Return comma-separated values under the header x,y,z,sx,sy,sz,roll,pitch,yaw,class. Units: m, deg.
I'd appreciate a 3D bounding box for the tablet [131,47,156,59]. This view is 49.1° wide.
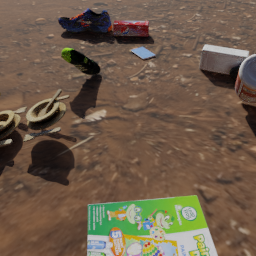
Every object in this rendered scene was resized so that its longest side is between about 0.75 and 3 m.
x,y,z,sx,sy,sz,roll,pitch,yaw,class
0.674,-3.385,12.652,0.696,0.073,1.070,-21,44,-23,tablet

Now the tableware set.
x,y,z,sx,sy,sz,roll,pitch,yaw,class
-3.098,-0.320,8.081,2.661,0.533,1.759,-14,39,10,tableware set

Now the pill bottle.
x,y,z,sx,sy,sz,roll,pitch,yaw,class
3.966,-1.418,8.755,1.111,1.981,1.111,-3,78,15,pill bottle

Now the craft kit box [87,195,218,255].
x,y,z,sx,sy,sz,roll,pitch,yaw,class
0.443,2.495,5.272,2.420,0.594,2.450,-2,40,-7,craft kit box

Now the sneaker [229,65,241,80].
x,y,z,sx,sy,sz,roll,pitch,yaw,class
4.569,-1.839,10.375,1.689,0.618,0.692,23,45,25,sneaker

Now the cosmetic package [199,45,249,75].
x,y,z,sx,sy,sz,roll,pitch,yaw,class
3.818,-2.707,11.214,1.742,0.886,0.645,15,42,17,cosmetic package

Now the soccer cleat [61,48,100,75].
x,y,z,sx,sy,sz,roll,pitch,yaw,class
-1.657,-2.445,10.507,0.733,0.611,1.809,14,-5,45,soccer cleat

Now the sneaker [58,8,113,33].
x,y,z,sx,sy,sz,roll,pitch,yaw,class
-2.222,-5.666,14.573,2.819,1.106,1.062,0,39,0,sneaker

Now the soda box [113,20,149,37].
x,y,z,sx,sy,sz,roll,pitch,yaw,class
0.164,-5.051,14.207,1.787,0.626,0.567,3,40,3,soda box
